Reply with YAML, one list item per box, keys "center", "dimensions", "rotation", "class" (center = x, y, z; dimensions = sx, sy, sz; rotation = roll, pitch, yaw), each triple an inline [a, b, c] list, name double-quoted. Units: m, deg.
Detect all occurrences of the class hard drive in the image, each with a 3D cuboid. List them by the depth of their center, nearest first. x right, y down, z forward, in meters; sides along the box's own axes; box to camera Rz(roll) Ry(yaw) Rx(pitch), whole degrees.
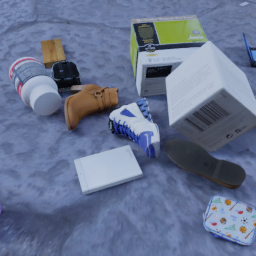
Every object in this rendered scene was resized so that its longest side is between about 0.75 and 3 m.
- center: [-0.665, 1.326, 9.189]
  dimensions: [1.957, 0.261, 1.291]
  rotation: [-14, 48, -14]
  class: "hard drive"

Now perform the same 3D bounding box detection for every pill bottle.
- center: [-3.662, -1.643, 11.166]
  dimensions: [1.456, 1.456, 2.435]
  rotation: [-25, 51, -22]
  class: "pill bottle"

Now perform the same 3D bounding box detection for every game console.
- center: [6.217, -3.770, 13.503]
  dimensions: [1.410, 0.977, 1.652]
  rotation: [6, 48, 6]
  class: "game console"

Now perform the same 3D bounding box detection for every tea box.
- center: [1.707, -3.111, 11.943]
  dimensions: [2.910, 1.945, 2.863]
  rotation: [-5, 57, -5]
  class: "tea box"

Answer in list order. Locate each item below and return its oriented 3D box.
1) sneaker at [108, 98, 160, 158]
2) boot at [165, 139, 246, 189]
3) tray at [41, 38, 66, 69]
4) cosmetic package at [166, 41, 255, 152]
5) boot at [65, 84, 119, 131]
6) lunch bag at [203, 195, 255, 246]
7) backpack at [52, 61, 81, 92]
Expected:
- center: [0.138, 0.051, 9.943]
  dimensions: [1.583, 1.108, 2.742]
  rotation: [-11, 41, -5]
  class: "sneaker"
- center: [2.299, 1.196, 8.792]
  dimensions: [2.562, 0.967, 0.943]
  rotation: [27, 70, 23]
  class: "boot"
- center: [-3.708, -3.743, 13.891]
  dimensions: [1.023, 0.384, 2.075]
  rotation: [-12, 47, -11]
  class: "tray"
- center: [2.801, -1.039, 9.585]
  dimensions: [2.142, 2.140, 2.596]
  rotation: [31, 41, -26]
  class: "cosmetic package"
- center: [-1.342, -0.833, 10.855]
  dimensions: [1.960, 0.968, 2.524]
  rotation: [2, 37, 1]
  class: "boot"
- center: [2.791, 2.549, 7.724]
  dimensions: [1.413, 0.534, 1.132]
  rotation: [18, 73, 19]
  class: "lunch bag"
- center: [-2.653, -2.238, 12.016]
  dimensions: [1.196, 1.014, 1.347]
  rotation: [-11, 54, -15]
  class: "backpack"
